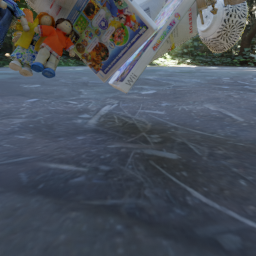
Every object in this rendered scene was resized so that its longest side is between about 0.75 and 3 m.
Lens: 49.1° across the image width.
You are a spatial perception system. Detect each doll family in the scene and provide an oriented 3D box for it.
[{"bbox_3d":[-2.079,-1.909,5.100,2.317,1.438,1.044,31,-26,-33],"label":"doll family"}]

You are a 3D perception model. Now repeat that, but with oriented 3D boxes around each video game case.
[{"bbox_3d":[0.547,-1.953,5.981,0.244,2.705,1.937,36,4,-15],"label":"video game case"},{"bbox_3d":[-0.845,-2.317,5.572,1.803,2.518,0.227,-36,11,44],"label":"video game case"}]

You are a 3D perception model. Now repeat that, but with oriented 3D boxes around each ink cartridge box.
[{"bbox_3d":[0.514,-3.317,8.390,2.540,1.870,1.837,-33,49,-13],"label":"ink cartridge box"}]

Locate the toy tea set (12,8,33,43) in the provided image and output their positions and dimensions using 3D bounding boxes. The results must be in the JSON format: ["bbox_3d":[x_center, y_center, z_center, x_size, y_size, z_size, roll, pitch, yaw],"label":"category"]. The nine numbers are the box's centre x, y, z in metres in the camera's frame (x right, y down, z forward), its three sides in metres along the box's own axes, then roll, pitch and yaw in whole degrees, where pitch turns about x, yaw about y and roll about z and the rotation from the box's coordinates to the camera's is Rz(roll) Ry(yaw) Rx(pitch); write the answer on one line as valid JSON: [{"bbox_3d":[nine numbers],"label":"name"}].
[{"bbox_3d":[-3.438,-3.441,9.647,1.114,0.693,1.874,-9,-14,-41],"label":"toy tea set"}]

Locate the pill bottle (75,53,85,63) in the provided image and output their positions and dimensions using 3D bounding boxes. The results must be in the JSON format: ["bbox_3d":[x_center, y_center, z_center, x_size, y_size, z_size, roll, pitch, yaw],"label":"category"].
[{"bbox_3d":[-0.905,-3.556,9.972,2.505,1.401,1.401,-39,0,23],"label":"pill bottle"}]

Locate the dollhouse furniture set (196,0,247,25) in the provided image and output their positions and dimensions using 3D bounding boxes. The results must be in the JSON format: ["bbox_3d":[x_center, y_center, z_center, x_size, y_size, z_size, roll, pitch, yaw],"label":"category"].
[{"bbox_3d":[2.836,-3.237,7.332,1.976,0.875,1.024,-9,30,26],"label":"dollhouse furniture set"}]

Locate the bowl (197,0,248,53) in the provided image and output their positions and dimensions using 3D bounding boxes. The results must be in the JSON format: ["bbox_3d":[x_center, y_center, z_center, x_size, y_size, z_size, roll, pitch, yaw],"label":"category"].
[{"bbox_3d":[2.943,-3.604,9.461,0.918,1.956,1.956,5,11,-25],"label":"bowl"}]
